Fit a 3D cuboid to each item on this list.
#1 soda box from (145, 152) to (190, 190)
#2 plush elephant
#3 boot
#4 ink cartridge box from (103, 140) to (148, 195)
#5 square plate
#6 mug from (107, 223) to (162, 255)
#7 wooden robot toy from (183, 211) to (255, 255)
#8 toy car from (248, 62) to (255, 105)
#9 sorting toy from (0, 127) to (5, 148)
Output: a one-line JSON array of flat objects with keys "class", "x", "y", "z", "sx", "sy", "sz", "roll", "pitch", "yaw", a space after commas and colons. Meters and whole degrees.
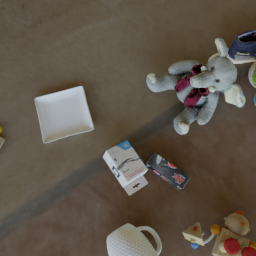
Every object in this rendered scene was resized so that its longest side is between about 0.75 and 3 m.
[{"class": "soda box", "x": 1.097, "y": 1.208, "z": 7.824, "sx": 1.211, "sy": 0.384, "sz": 0.429, "roll": 35, "pitch": 75, "yaw": 11}, {"class": "plush elephant", "x": 2.107, "y": -1.230, "z": 7.702, "sx": 2.478, "sy": 1.919, "sz": 2.041, "roll": -22, "pitch": 80, "yaw": -15}, {"class": "boot", "x": 4.291, "y": -2.633, "z": 8.811, "sx": 2.208, "sy": 0.997, "sz": 0.803, "roll": -14, "pitch": 72, "yaw": -5}, {"class": "ink cartridge box", "x": -0.001, "y": 1.078, "z": 7.716, "sx": 0.761, "sy": 0.438, "sz": 1.314, "roll": -26, "pitch": 72, "yaw": -32}, {"class": "square plate", "x": -1.923, "y": -0.412, "z": 8.467, "sx": 1.530, "sy": 0.218, "sz": 1.516, "roll": -16, "pitch": 72, "yaw": -5}, {"class": "mug", "x": 0.219, "y": 3.018, "z": 6.942, "sx": 1.446, "sy": 1.068, "sz": 1.268, "roll": -18, "pitch": 63, "yaw": -36}, {"class": "wooden robot toy", "x": 2.849, "y": 2.717, "z": 6.953, "sx": 2.890, "sy": 1.273, "sz": 1.311, "roll": 24, "pitch": 62, "yaw": 7}, {"class": "toy car", "x": 4.614, "y": -1.024, "z": 7.971, "sx": 2.299, "sy": 2.012, "sz": 1.724, "roll": 1, "pitch": 111, "yaw": -12}, {"class": "sorting toy", "x": -3.988, "y": 0.379, "z": 8.258, "sx": 0.719, "sy": 0.129, "sz": 0.965, "roll": 20, "pitch": 72, "yaw": 11}]
